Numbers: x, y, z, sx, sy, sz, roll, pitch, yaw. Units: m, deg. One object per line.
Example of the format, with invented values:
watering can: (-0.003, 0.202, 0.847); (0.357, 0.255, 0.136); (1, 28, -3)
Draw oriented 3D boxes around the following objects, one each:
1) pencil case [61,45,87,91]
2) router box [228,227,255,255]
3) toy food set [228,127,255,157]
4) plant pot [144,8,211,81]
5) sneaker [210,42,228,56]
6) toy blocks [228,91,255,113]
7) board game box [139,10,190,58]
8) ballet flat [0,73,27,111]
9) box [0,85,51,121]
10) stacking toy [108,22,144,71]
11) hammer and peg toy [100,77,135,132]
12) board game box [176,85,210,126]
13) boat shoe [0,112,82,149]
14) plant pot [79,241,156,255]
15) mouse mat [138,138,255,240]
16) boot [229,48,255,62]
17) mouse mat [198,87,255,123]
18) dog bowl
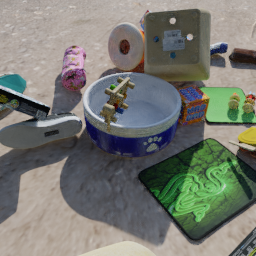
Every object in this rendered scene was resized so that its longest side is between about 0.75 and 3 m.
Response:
pencil case: (-2.056, -2.364, 10.796); (0.968, 0.926, 2.237); (-7, 40, -5)
router box: (2.382, 2.817, 5.043); (1.752, 0.544, 1.313); (-28, 48, -28)
toy food set: (3.669, 0.437, 7.918); (1.672, 0.546, 0.984); (-23, 21, -27)
plant pot: (1.535, -2.752, 9.111); (2.333, 2.335, 2.068); (1, 7, 13)
sneaker: (3.593, -3.335, 12.266); (1.449, 0.585, 0.837); (4, 44, 16)
toy blocks: (3.909, -0.988, 9.540); (0.829, 0.361, 0.995); (18, 44, 19)
board game box: (1.810, -3.513, 11.369); (2.441, 0.682, 2.390); (23, 31, -29)
ballet flat: (-4.575, -0.858, 9.081); (1.065, 1.065, 2.967); (15, 43, 17)
box: (-3.279, -0.849, 7.394); (2.160, 0.431, 1.479); (22, 0, -33)
stacking toy: (0.544, -3.438, 11.859); (1.833, 1.833, 2.508); (31, 31, 31)
hammer and peg toy: (-0.312, -0.496, 5.862); (0.406, 0.848, 1.152); (26, 41, 10)
board game box: (1.944, -0.737, 8.948); (0.856, 0.855, 0.855); (-14, 42, -16)
boat shoe: (-2.536, 0.022, 8.205); (2.352, 0.807, 0.666); (-10, 34, -20)
plant pot: (-0.653, 2.926, 3.684); (2.723, 2.723, 2.907); (29, 33, 29)
mouse mat: (1.947, 1.334, 7.139); (2.786, 0.105, 2.242); (-24, 46, -24)
boot: (5.433, -3.370, 12.300); (1.846, 0.593, 1.720); (9, 39, 17)
mouse mat: (3.369, -0.836, 9.678); (1.709, 0.080, 2.124); (1, 41, 1)
dog bowl: (0.104, -0.489, 8.433); (2.848, 1.122, 2.848); (1, 40, -1)
